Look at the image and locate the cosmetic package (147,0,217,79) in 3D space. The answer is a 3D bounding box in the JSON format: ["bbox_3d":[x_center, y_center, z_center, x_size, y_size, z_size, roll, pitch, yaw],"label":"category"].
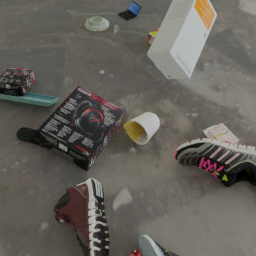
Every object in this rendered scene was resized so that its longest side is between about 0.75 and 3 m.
[{"bbox_3d":[2.014,-3.424,10.148,1.066,1.517,2.991,11,70,45],"label":"cosmetic package"}]

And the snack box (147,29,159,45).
[{"bbox_3d":[1.748,-3.727,11.882,1.214,0.487,1.440,-32,59,-25],"label":"snack box"}]

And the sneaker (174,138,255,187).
[{"bbox_3d":[2.520,1.014,7.624,2.510,0.926,1.098,7,50,5],"label":"sneaker"}]

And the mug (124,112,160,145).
[{"bbox_3d":[0.456,-0.123,8.685,1.051,0.841,0.863,37,51,20],"label":"mug"}]

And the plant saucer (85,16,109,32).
[{"bbox_3d":[-1.446,-4.896,12.994,1.147,0.288,1.147,0,49,0],"label":"plant saucer"}]

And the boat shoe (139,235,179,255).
[{"bbox_3d":[0.828,2.951,6.360,0.617,0.481,1.359,5,22,-39],"label":"boat shoe"}]

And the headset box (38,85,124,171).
[{"bbox_3d":[-1.289,-0.124,8.426,1.696,0.856,2.282,28,55,6],"label":"headset box"}]

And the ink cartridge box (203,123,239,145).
[{"bbox_3d":[2.849,0.235,8.662,0.578,0.335,0.992,-23,54,-18],"label":"ink cartridge box"}]

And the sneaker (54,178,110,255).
[{"bbox_3d":[-1.175,2.371,6.743,1.248,0.818,2.161,-16,56,14],"label":"sneaker"}]

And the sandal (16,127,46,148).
[{"bbox_3d":[-2.722,0.250,8.619,1.529,0.366,0.575,9,52,5],"label":"sandal"}]

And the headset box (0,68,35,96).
[{"bbox_3d":[-4.011,-1.716,10.090,0.960,0.484,1.291,4,39,3],"label":"headset box"}]

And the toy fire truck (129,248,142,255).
[{"bbox_3d":[0.092,3.160,6.266,0.786,0.192,0.555,-31,71,-35],"label":"toy fire truck"}]

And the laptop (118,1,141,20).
[{"bbox_3d":[0.078,-5.683,13.543,0.880,0.454,0.779,-28,55,-22],"label":"laptop"}]

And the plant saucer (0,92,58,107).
[{"bbox_3d":[-3.577,-1.060,9.648,2.223,0.211,0.777,9,21,9],"label":"plant saucer"}]
